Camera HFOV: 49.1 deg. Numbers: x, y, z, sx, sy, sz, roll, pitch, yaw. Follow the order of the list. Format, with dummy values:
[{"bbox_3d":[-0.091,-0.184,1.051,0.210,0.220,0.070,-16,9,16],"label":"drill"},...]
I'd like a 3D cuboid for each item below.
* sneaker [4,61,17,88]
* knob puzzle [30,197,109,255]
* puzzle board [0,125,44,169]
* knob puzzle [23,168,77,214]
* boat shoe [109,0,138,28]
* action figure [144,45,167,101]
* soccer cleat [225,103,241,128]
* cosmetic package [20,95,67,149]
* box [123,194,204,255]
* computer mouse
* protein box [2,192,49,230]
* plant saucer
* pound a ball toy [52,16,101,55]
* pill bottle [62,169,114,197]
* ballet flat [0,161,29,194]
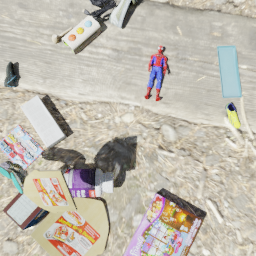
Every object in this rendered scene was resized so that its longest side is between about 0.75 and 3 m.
[{"bbox_3d":[-4.808,-2.190,11.560,0.451,0.403,1.102,6,83,-15],"label":"sneaker"},{"bbox_3d":[-1.827,3.663,10.225,2.762,0.383,2.762,3,78,-13],"label":"knob puzzle"},{"bbox_3d":[-4.238,0.778,11.007,1.538,0.134,1.159,43,81,8],"label":"puzzle board"},{"bbox_3d":[-2.200,1.697,7.656,1.641,0.228,1.641,8,119,14],"label":"knob puzzle"},{"bbox_3d":[-0.016,-5.255,12.014,0.666,0.765,2.077,34,84,1],"label":"boat shoe"},{"bbox_3d":[1.180,-2.311,11.473,0.769,0.608,2.352,8,75,4],"label":"action figure"},{"bbox_3d":[4.174,-0.494,11.115,0.345,0.446,1.067,-19,79,-4],"label":"soccer cleat"},{"bbox_3d":[-3.317,-0.231,11.026,0.823,0.505,1.995,-34,80,-7],"label":"cosmetic package"},{"bbox_3d":[1.207,4.085,10.068,1.943,0.555,2.839,28,79,6],"label":"box"},{"bbox_3d":[-1.469,-5.339,12.022,1.357,0.445,1.933,-38,65,-10],"label":"computer mouse"},{"bbox_3d":[-3.298,2.635,9.922,0.991,1.458,1.469,41,81,8],"label":"protein box"},{"bbox_3d":[4.174,-2.327,11.637,0.809,0.219,2.314,-2,79,-1],"label":"plant saucer"},{"bbox_3d":[-2.198,-3.986,11.702,1.812,0.770,1.182,-43,81,-9],"label":"pound a ball toy"},{"bbox_3d":[-1.461,2.009,10.279,1.844,1.027,1.027,-1,78,0],"label":"pill bottle"},{"bbox_3d":[-3.510,1.456,8.859,1.722,0.619,0.619,24,77,40],"label":"ballet flat"}]
